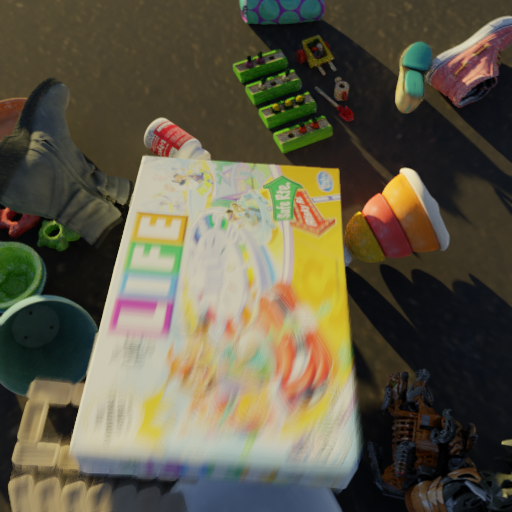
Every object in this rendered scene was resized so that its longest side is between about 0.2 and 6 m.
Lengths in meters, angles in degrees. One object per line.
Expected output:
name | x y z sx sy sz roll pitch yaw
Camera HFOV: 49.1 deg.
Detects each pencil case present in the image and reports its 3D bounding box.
pencil case | 0.555 -5.456 12.080 1.787 0.826 0.760 -4 55 -4

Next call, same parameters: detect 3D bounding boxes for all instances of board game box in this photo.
board game box | -0.369 0.597 7.837 3.194 0.813 4.751 3 52 -1

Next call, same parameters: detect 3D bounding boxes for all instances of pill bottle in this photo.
pill bottle | -1.437 -1.979 10.313 1.166 0.654 0.654 36 67 17

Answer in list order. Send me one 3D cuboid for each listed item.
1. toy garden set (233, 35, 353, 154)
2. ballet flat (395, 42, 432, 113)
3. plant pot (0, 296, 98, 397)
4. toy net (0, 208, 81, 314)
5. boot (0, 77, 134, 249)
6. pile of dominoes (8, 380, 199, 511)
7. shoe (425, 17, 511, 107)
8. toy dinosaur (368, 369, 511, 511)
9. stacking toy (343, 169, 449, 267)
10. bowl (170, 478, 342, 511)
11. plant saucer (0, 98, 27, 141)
toy garden set | 0.922 -3.392 11.161 2.026 0.485 2.430 -22 64 -11
ballet flat | 2.995 -3.418 10.808 0.628 0.628 1.777 13 55 7
plant pot | -3.196 1.205 8.311 1.478 1.478 0.995 -36 29 -18
toy net | -5.040 -0.301 9.301 3.870 0.747 2.030 14 67 9
boot | -3.200 -1.584 9.778 2.230 1.156 3.414 25 39 -22
pile of dominoes | -1.834 2.550 7.015 2.288 0.364 1.783 7 53 -6
shoe | 4.590 -3.864 11.272 2.310 0.825 1.051 -32 68 -10
toy dinosaur | 2.696 3.071 7.423 2.165 1.630 3.190 -15 81 8
stacking toy | 1.983 -0.388 9.250 2.020 1.476 1.476 -26 63 12
bowl | 0.040 3.521 7.287 1.992 0.744 1.989 -25 63 -14
plant saucer | -4.456 -2.267 10.521 1.782 0.334 1.782 3 53 -4
